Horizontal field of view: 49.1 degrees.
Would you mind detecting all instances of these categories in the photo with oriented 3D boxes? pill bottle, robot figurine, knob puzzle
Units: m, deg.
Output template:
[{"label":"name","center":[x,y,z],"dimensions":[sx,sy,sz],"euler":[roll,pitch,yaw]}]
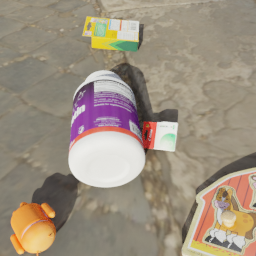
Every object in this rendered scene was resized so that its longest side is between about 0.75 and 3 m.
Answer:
[{"label":"pill bottle","center":[-0.538,-0.137,6.630],"dimensions":[1.587,1.587,2.823],"euler":[-4,44,-4]},{"label":"robot figurine","center":[-1.748,1.839,5.168],"dimensions":[0.790,0.640,1.098],"euler":[-19,33,-33]},{"label":"knob puzzle","center":[2.563,1.513,5.227],"dimensions":[2.956,0.410,2.956],"euler":[-12,31,7]}]

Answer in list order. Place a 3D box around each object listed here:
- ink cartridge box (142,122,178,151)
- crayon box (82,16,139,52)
[{"label":"ink cartridge box","center":[0.761,0.182,6.909],"dimensions":[0.865,0.217,0.696],"euler":[6,79,12]},{"label":"crayon box","center":[-0.624,-3.601,10.722],"dimensions":[2.062,0.532,1.296],"euler":[5,53,-3]}]
